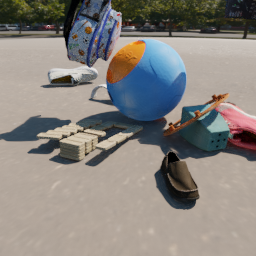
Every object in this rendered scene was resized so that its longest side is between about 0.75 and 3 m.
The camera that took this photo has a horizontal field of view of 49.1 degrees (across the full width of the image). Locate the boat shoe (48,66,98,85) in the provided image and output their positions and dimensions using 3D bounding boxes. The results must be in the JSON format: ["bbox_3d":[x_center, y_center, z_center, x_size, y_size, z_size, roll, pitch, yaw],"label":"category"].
[{"bbox_3d":[-2.979,-2.744,15.408,2.753,0.976,0.961,-3,49,-16],"label":"boat shoe"}]

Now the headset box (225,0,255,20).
[{"bbox_3d":[3.746,-4.103,8.959,1.240,1.080,0.575,9,63,13],"label":"headset box"}]

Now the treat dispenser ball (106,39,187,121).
[{"bbox_3d":[0.648,-1.684,10.058,2.875,2.875,2.875,0,22,0],"label":"treat dispenser ball"}]

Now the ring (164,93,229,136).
[{"bbox_3d":[2.059,-0.478,8.727,2.328,0.223,2.328,-33,1,0],"label":"ring"}]

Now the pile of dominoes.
[{"bbox_3d":[-1.081,0.289,8.777,2.237,0.457,2.870,10,16,24],"label":"pile of dominoes"}]

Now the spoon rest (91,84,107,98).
[{"bbox_3d":[-0.654,-1.571,12.637,2.224,0.674,1.105,9,24,22],"label":"spoon rest"}]

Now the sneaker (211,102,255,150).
[{"bbox_3d":[3.201,-0.078,8.528,1.198,1.018,2.762,-21,30,-38],"label":"sneaker"}]

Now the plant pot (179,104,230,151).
[{"bbox_3d":[2.332,0.039,8.400,0.981,0.980,1.388,-7,31,-17],"label":"plant pot"}]

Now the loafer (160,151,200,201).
[{"bbox_3d":[1.107,1.040,6.346,0.603,0.589,1.652,-5,23,-13],"label":"loafer"}]

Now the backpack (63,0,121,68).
[{"bbox_3d":[-1.210,-3.168,9.613,1.733,2.142,2.249,27,-9,5],"label":"backpack"}]
